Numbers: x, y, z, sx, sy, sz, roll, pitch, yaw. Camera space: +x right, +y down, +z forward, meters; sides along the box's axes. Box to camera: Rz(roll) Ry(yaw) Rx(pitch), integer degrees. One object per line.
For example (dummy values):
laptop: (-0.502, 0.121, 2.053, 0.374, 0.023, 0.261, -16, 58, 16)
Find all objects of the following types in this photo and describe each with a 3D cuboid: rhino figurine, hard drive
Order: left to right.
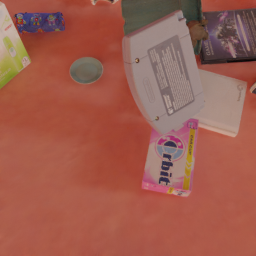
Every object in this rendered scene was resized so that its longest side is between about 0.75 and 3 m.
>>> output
rhino figurine: (1.379, -2.098, 7.516, 0.563, 1.884, 0.824, 53, 37, 13)
hard drive: (1.977, -0.958, 8.301, 2.763, 0.369, 1.823, 17, 65, 8)

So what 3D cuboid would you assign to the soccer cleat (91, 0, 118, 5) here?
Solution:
soccer cleat: (-0.299, -5.012, 10.118, 2.364, 0.811, 1.007, -8, 75, -2)

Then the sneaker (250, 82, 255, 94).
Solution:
sneaker: (4.636, -1.005, 8.133, 1.849, 0.703, 1.336, -15, 62, -9)

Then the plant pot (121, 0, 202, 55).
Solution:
plant pot: (0.975, -3.226, 8.557, 2.187, 2.233, 2.233, -6, 64, 6)

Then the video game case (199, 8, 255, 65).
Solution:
video game case: (3.760, -3.114, 9.340, 2.950, 0.280, 2.108, -4, 66, 1)

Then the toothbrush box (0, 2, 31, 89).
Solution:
toothbrush box: (-3.977, -2.290, 7.870, 0.995, 2.312, 1.683, 34, 68, 16)

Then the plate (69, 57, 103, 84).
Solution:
plate: (-1.307, -1.794, 8.845, 1.060, 0.135, 1.060, 0, 64, 1)

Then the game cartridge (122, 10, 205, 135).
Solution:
game cartridge: (0.860, -1.193, 6.649, 1.715, 2.572, 0.520, -32, 30, -17)

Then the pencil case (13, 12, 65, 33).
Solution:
pencil case: (-2.943, -3.577, 9.433, 1.607, 0.627, 0.698, -4, 85, -3)

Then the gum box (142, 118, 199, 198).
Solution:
gum box: (1.120, 0.623, 7.332, 1.181, 0.688, 2.080, 10, 64, 6)
